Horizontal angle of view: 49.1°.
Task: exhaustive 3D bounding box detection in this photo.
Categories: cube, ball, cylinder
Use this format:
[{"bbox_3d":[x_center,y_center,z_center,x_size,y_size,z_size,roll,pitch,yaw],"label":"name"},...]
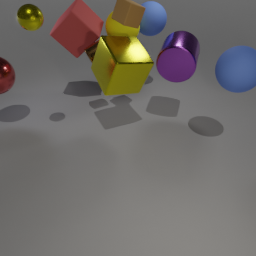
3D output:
[{"bbox_3d":[0.012,-3.755,9.138,0.700,0.700,0.700,-8,40,-45],"label":"cube"},{"bbox_3d":[-4.830,-1.908,10.155,1.400,1.400,1.400,0,33,0],"label":"ball"},{"bbox_3d":[-1.147,-2.763,10.275,0.700,0.700,0.700,-32,37,-1],"label":"cylinder"},{"bbox_3d":[1.835,-2.595,10.160,1.400,1.400,1.400,9,42,14],"label":"cylinder"},{"bbox_3d":[-2.003,-3.984,11.170,1.400,1.400,1.400,-32,34,31],"label":"cube"},{"bbox_3d":[-0.220,-4.122,11.400,1.400,1.400,1.400,0,33,0],"label":"ball"},{"bbox_3d":[-2.677,-3.028,7.683,0.700,0.700,0.700,0,33,0],"label":"ball"},{"bbox_3d":[-0.233,-2.092,9.412,1.400,1.400,1.400,-9,56,-30],"label":"cube"},{"bbox_3d":[0.970,-4.704,12.090,1.400,1.400,1.400,0,33,0],"label":"ball"},{"bbox_3d":[3.381,-1.778,8.521,1.400,1.400,1.400,0,33,0],"label":"ball"}]
